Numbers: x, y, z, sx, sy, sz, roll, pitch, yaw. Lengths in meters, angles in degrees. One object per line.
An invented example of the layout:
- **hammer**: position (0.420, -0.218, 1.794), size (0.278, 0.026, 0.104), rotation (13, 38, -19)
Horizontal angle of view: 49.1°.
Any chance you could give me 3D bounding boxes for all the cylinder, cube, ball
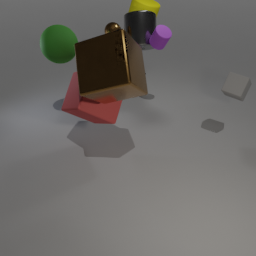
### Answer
- **cylinder**: position (0.706, -5.547, 13.766), size (1.400, 1.400, 1.400), rotation (13, 37, -10)
- **cube**: position (3.735, -1.418, 9.638), size (0.700, 0.700, 0.700), rotation (27, 5, 29)
- **ball**: position (-0.628, -4.027, 11.630), size (0.700, 0.700, 0.700), rotation (0, 29, 0)
- **cube**: position (-1.132, -1.011, 9.261), size (1.400, 1.400, 1.400), rotation (22, -11, -33)
- **cylinder**: position (0.536, -4.172, 12.130), size (1.400, 1.400, 1.400), rotation (-2, 6, 0)
- **cube**: position (-0.411, -1.542, 7.439), size (1.400, 1.400, 1.400), rotation (-10, -8, 21)
- **cylinder**: position (1.301, -3.637, 11.257), size (0.700, 0.700, 0.700), rotation (8, 63, -17)
- **ball**: position (-2.563, -3.118, 10.453), size (1.400, 1.400, 1.400), rotation (0, 29, 0)
